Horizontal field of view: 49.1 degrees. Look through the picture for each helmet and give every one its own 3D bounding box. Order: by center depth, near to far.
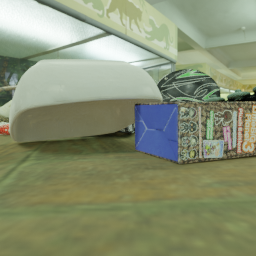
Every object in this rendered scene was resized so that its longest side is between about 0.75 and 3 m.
[{"bbox_3d":[2.145,-1.057,10.252,2.385,2.385,2.274,1,15,16],"label":"helmet"}]

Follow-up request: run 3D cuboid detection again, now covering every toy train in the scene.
[{"bbox_3d":[3.507,-0.510,8.282,2.818,1.201,1.606,-13,-11,41],"label":"toy train"}]

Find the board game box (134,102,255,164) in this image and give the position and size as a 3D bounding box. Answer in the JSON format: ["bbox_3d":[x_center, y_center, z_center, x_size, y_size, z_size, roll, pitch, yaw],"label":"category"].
[{"bbox_3d":[1.195,-0.005,4.749,1.774,0.859,1.415,-3,5,-25],"label":"board game box"}]

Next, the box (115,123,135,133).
[{"bbox_3d":[-1.201,-0.260,8.484,2.948,0.734,2.325,1,1,5],"label":"box"}]

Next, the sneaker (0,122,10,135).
[{"bbox_3d":[-3.364,0.027,7.915,1.088,0.363,0.583,1,1,-25],"label":"sneaker"}]

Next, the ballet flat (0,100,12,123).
[{"bbox_3d":[-3.924,-0.583,10.631,2.878,1.084,0.976,-2,37,-35],"label":"ballet flat"}]

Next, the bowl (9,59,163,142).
[{"bbox_3d":[-0.988,-0.547,5.696,2.734,1.022,2.738,-6,-11,-26],"label":"bowl"}]
